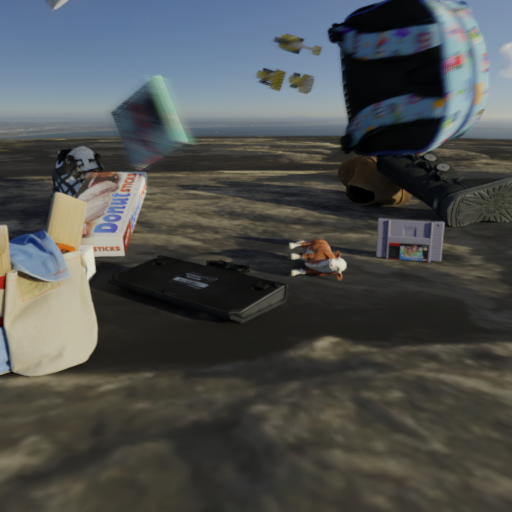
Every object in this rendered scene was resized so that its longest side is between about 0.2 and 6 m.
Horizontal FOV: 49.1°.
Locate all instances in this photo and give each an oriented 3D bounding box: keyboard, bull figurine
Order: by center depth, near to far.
[{"bbox_3d":[-0.729,0.395,7.695,2.429,0.312,1.459,12,26,36],"label":"keyboard"},{"bbox_3d":[0.916,0.049,8.683,0.789,0.423,1.300,0,15,-1],"label":"bull figurine"}]

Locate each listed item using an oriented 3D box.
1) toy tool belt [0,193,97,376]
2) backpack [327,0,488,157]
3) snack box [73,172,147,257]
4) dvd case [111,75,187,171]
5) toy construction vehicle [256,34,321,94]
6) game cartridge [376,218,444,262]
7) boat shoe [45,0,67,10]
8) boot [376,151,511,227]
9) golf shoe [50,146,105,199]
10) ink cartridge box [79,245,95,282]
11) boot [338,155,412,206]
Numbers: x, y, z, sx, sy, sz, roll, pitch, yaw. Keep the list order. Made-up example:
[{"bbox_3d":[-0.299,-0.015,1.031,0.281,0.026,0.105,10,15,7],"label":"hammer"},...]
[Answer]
[{"bbox_3d":[-2.860,0.315,5.304,2.694,1.656,1.682,-12,19,-37],"label":"toy tool belt"},{"bbox_3d":[2.929,-3.253,10.083,2.138,2.901,3.178,-12,13,-16],"label":"backpack"},{"bbox_3d":[-2.989,-0.920,11.048,1.282,0.433,3.565,-1,26,-4],"label":"snack box"},{"bbox_3d":[-1.796,-2.143,9.251,0.168,1.117,1.530,-27,8,-39],"label":"dvd case"},{"bbox_3d":[0.558,-3.464,10.118,1.149,1.001,0.405,31,21,29],"label":"toy construction vehicle"},{"bbox_3d":[2.542,-0.257,9.302,1.058,0.686,0.203,4,11,17],"label":"game cartridge"},{"bbox_3d":[-1.934,-3.360,6.145,1.632,0.553,0.585,-14,35,40],"label":"boat shoe"},{"bbox_3d":[4.604,-1.849,13.209,2.525,1.006,3.064,-6,30,-19],"label":"boot"},{"bbox_3d":[-4.135,-1.815,13.498,1.279,1.555,3.290,-13,22,-41],"label":"golf shoe"},{"bbox_3d":[-2.827,0.247,7.828,0.834,0.479,1.424,-1,15,-3],"label":"ink cartridge box"},{"bbox_3d":[2.845,-2.065,15.377,1.240,1.210,3.288,-15,20,-13],"label":"boot"}]
